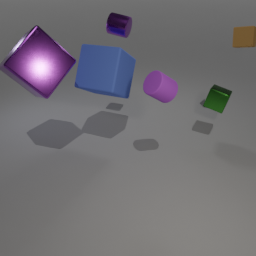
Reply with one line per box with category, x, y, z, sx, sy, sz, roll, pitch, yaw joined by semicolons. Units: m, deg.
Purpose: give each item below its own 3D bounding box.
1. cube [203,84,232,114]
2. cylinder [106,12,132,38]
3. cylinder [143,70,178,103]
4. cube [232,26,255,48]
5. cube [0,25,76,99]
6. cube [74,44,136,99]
cube;3.189;-1.042;9.939;0.700;0.700;0.700;26;30;16
cylinder;-0.296;-3.497;9.537;0.700;0.700;0.700;18;32;11
cylinder;0.892;-1.123;7.679;0.700;0.700;0.700;21;11;-40
cube;4.269;-3.313;10.229;0.700;0.700;0.700;7;16;31
cube;-2.619;-1.828;8.037;1.400;1.400;1.400;-56;29;-11
cube;-0.719;-1.838;9.274;1.400;1.400;1.400;12;2;21
